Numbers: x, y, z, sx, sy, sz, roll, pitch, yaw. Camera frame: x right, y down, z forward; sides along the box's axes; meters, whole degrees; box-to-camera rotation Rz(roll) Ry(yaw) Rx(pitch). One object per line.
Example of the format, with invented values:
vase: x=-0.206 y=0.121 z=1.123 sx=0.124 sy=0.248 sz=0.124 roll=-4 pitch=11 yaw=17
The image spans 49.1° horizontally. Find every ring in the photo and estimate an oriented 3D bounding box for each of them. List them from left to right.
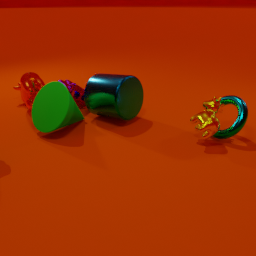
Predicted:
ring: x=2.341 y=-0.266 z=6.737 sx=0.225 sy=1.123 sz=1.123 roll=25 pitch=9 yaw=-34

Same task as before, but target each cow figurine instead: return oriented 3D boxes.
cow figurine: x=-2.985 y=-1.235 z=8.548 sx=0.806 sy=1.468 sz=1.445 roll=-23 pitch=60 yaw=-25
cow figurine: x=-1.589 y=-0.962 z=8.178 sx=1.338 sy=0.734 sz=1.316 roll=24 pitch=8 yaw=-35
cow figurine: x=1.937 y=-0.262 z=6.530 sx=0.942 sy=0.525 sz=0.957 roll=-35 pitch=30 yaw=6

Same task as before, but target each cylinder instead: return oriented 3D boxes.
cylinder: x=-0.379 y=-0.866 z=7.659 sx=1.192 sy=1.192 sz=1.192 roll=12 pitch=27 yaw=37

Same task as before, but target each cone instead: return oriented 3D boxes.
cone: x=-1.562 y=-0.389 z=7.319 sx=1.294 sy=1.294 sz=1.298 roll=19 pitch=-1 yaw=35
